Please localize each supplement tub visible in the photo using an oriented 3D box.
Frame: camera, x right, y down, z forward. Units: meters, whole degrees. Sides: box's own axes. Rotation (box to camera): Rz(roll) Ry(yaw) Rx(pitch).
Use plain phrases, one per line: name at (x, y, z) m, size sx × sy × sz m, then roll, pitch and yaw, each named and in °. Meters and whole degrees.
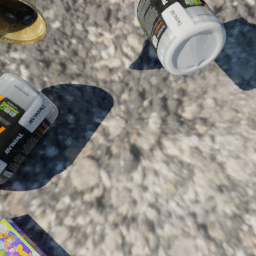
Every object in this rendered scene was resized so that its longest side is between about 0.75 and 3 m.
supplement tub at (0.961, -2.312, 5.923) m, size 1.350 × 1.350 × 2.203 m, roll -19°, pitch 59°, yaw -6°
supplement tub at (-3.061, 0.165, 6.639) m, size 1.631 × 1.631 × 2.662 m, roll 31°, pitch 74°, yaw 9°

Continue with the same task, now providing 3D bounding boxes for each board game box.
board game box at (-2.603, 3.075, 6.358) m, size 1.700 × 0.380 × 1.143 m, roll 39°, pitch 76°, yaw 11°

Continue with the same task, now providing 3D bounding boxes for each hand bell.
hand bell at (-2.145, -3.156, 5.620) m, size 1.340 × 1.340 × 2.573 m, roll 2°, pitch 70°, yaw 1°
